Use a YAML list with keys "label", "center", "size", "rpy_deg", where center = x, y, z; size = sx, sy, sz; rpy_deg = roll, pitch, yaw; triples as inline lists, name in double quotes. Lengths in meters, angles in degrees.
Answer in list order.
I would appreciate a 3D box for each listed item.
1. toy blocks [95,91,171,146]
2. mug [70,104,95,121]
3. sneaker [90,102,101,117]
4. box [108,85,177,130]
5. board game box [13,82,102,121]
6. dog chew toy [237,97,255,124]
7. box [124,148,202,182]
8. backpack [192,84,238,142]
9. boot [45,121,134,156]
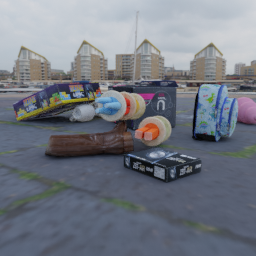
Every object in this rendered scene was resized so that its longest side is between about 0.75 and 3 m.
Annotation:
- label: "toy blocks"
  center: [0.122, -0.210, 6.761]
  size: [1.713, 0.747, 2.056]
  rpy_deg: [43, 17, 14]
- label: "mug"
  center: [-2.001, -0.567, 11.696]
  size: [0.995, 0.735, 0.872]
  rpy_deg: [-32, -5, 21]
- label: "sneaker"
  center: [-1.780, -0.930, 13.682]
  size: [1.180, 1.009, 2.709]
  rpy_deg: [-16, 7, -15]
- label: "box"
  center: [0.434, -0.917, 11.012]
  size: [1.754, 1.522, 2.870]
  rpy_deg: [-4, 11, -22]
- label: "board game box"
  center: [-3.008, -1.160, 12.071]
  size: [2.972, 0.843, 2.457]
  rpy_deg: [-15, -1, 34]
- label: "dog chew toy"
  center: [4.825, -0.642, 11.284]
  size: [1.029, 1.029, 1.652]
  rpy_deg: [0, 18, -3]
- label: "box"
  center: [0.628, 0.657, 5.266]
  size: [0.935, 0.254, 1.168]
  rpy_deg: [-7, 12, -38]
- label: "backpack"
  center: [2.566, -0.474, 8.126]
  size: [1.151, 1.566, 1.433]
  rpy_deg: [5, 10, 26]
- label: "boot"
  center: [-0.974, 0.263, 6.850]
  size: [1.998, 0.642, 1.862]
  rpy_deg: [-6, 8, -7]
